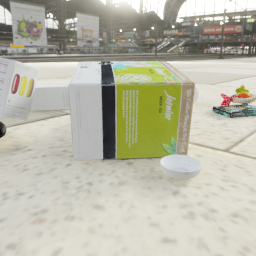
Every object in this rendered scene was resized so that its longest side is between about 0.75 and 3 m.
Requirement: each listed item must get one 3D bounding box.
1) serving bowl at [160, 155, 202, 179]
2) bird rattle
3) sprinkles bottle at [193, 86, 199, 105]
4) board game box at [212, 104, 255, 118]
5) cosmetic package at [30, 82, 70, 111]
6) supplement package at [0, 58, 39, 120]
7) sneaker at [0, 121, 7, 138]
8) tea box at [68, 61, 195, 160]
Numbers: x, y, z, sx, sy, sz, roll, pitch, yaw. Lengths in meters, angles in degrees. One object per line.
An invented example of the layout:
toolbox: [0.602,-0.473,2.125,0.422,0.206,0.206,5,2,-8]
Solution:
serving bowl: [1.048,0.813,5.597,0.826,0.272,0.826,1,17,0]
bird rattle: [4.739,-1.321,11.857,1.541,0.868,1.257,-12,18,-34]
sprinkles bottle: [2.138,-1.716,13.119,0.917,0.917,2.686,-7,18,-24]
board game box: [4.283,-0.674,10.784,1.664,0.234,1.125,-5,17,-19]
cosmetic package: [-2.731,-1.362,11.790,2.740,0.976,1.390,-3,17,-10]
supplement package: [-2.657,-0.885,6.428,0.688,1.257,0.715,17,4,29]
sneaker: [-3.689,0.026,7.555,0.886,0.766,2.024,-5,16,-36]
tea box: [-0.020,-0.616,7.283,2.707,1.838,2.751,-1,23,-6]
